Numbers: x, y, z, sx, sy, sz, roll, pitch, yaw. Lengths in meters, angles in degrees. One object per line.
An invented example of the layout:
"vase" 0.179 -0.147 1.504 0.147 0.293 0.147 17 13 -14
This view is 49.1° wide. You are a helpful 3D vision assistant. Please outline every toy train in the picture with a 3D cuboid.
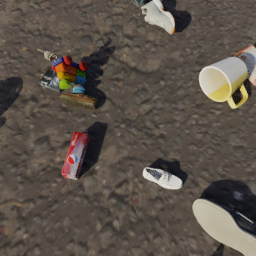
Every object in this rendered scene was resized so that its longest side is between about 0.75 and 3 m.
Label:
"toy train" -2.599 -2.141 11.081 0.953 2.252 1.303 -20 70 35

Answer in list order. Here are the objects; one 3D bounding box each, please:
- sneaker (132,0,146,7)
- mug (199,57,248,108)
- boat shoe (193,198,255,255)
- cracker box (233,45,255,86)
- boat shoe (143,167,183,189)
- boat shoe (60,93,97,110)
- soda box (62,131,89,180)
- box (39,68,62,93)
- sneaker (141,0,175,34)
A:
"sneaker" 0.128 -6.881 13.911 1.997 0.818 0.731 39 71 17
"mug" 4.052 -1.959 11.495 1.580 1.924 1.541 -34 37 -24
"boat shoe" 3.555 3.298 9.312 2.999 1.090 0.941 33 26 20
"cracker box" 5.462 -2.729 12.167 1.077 0.464 1.608 -29 67 -13
"boat shoe" 1.248 1.784 10.036 1.481 0.513 0.524 16 66 7
"boat shoe" -2.001 -1.154 11.438 1.502 0.540 0.511 16 64 -4
"soda box" -1.923 1.008 10.359 0.530 0.585 1.672 10 66 5
"box" -3.153 -2.033 11.980 1.005 0.219 0.806 23 67 10
"sneaker" 1.395 -5.085 13.160 1.039 0.856 2.260 -26 60 -3
